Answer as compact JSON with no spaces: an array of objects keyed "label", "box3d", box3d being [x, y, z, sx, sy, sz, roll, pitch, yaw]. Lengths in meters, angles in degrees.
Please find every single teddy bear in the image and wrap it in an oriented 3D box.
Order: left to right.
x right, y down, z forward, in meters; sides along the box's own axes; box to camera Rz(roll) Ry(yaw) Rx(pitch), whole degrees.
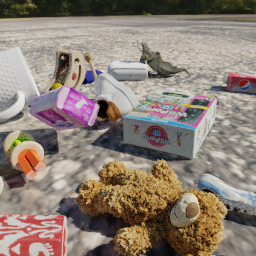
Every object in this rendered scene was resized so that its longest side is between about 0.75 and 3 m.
[{"label":"teddy bear","box3d":[0.315,1.259,4.920,1.942,0.894,2.679,-20,32,-32]}]

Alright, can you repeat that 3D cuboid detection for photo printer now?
[{"label":"photo printer","box3d":[-0.051,-2.847,13.748,1.935,0.672,1.610,1,26,0]}]

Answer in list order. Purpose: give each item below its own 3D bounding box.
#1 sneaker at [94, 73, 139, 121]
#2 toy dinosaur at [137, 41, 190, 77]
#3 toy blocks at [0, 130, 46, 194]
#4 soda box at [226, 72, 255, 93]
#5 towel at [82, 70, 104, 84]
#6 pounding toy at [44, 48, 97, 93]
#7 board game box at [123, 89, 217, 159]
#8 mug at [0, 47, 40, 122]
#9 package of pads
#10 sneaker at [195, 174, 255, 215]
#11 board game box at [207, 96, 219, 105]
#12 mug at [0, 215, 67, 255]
[{"label":"sneaker","box3d":[-0.809,-1.038,9.406,1.251,1.076,2.954,-35,29,-9]},{"label":"toy dinosaur","box3d":[1.652,-3.099,13.997,2.943,1.133,1.505,39,28,3]},{"label":"toy blocks","box3d":[-2.544,0.874,5.862,1.739,0.758,2.087,-15,29,-28]},{"label":"soda box","box3d":[5.221,-1.870,11.748,2.021,0.641,0.707,11,27,20]},{"label":"towel","box3d":[-1.756,-2.421,13.332,1.004,0.337,1.360,28,36,33]},{"label":"pounding toy","box3d":[-1.939,-2.060,10.350,1.411,1.407,2.460,14,67,18]},{"label":"board game box","box3d":[1.320,-0.265,8.158,1.972,0.859,2.673,12,29,24]},{"label":"mug","box3d":[-3.935,-1.100,8.513,2.121,1.786,2.420,-23,52,-11]},{"label":"package of pads","box3d":[-1.738,-0.476,7.377,1.125,0.706,1.867,32,-23,-33]},{"label":"sneaker","box3d":[1.993,1.375,5.215,1.539,0.553,0.558,20,65,25]},{"label":"board game box","box3d":[2.836,-1.062,10.635,1.101,0.178,0.661,2,21,5]},{"label":"mug","box3d":[-1.760,1.607,3.919,1.755,1.171,1.557,0,27,-8]}]
